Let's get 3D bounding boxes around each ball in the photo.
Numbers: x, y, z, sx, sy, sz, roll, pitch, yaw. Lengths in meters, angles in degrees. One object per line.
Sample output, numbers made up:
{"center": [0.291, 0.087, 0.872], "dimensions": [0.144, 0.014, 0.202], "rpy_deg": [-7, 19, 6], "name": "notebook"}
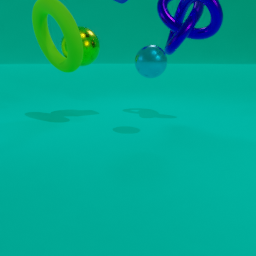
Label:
{"center": [0.514, -1.483, 6.277], "dimensions": [0.730, 0.730, 0.730], "rpy_deg": [0, 14, 0], "name": "ball"}
{"center": [-1.405, -2.412, 8.308], "dimensions": [1.146, 1.146, 1.146], "rpy_deg": [0, 14, 0], "name": "ball"}

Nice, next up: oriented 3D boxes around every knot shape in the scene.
{"center": [1.523, -2.905, 7.771], "dimensions": [0.924, 1.872, 2.000], "rpy_deg": [4, 32, -42], "name": "knot shape"}

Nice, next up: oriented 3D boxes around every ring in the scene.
{"center": [-1.902, -2.440, 7.497], "dimensions": [0.399, 1.995, 1.995], "rpy_deg": [-34, 31, -31], "name": "ring"}

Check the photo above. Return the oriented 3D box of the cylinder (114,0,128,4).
{"center": [-0.361, -3.797, 7.241], "dimensions": [0.847, 0.847, 0.847], "rpy_deg": [8, 7, -39], "name": "cylinder"}
